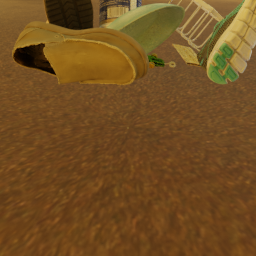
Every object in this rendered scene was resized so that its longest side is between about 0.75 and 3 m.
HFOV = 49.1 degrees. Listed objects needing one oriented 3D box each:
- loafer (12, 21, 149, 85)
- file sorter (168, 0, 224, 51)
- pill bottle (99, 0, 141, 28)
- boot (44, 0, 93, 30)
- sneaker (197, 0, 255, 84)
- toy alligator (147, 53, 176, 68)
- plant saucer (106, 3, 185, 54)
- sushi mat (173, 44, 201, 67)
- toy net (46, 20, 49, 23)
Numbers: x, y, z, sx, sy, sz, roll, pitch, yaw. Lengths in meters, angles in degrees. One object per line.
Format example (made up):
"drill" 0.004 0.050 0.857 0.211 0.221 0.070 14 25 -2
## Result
"loafer" -0.528 -0.684 2.853 1.522 0.579 0.513 15 56 23
"file sorter" 2.056 -3.315 8.668 1.250 1.121 1.801 16 34 -42
"pill bottle" -0.175 -3.084 6.471 0.980 1.764 0.980 1 5 0
"boot" -1.380 -2.385 6.383 0.957 2.470 1.708 -25 40 -13
"sneaker" 2.274 -2.135 5.656 0.976 2.517 1.148 34 13 -25
"toy alligator" 0.656 -1.706 7.249 1.136 0.273 0.376 19 68 0
"plant saucer" 0.070 -1.840 5.599 2.219 0.427 2.219 -29 -3 -2
"sushi mat" 1.874 -2.237 8.624 0.712 0.090 1.487 7 35 -16
"toy net" -2.519 -3.454 8.991 0.359 0.976 1.860 4 64 -7
